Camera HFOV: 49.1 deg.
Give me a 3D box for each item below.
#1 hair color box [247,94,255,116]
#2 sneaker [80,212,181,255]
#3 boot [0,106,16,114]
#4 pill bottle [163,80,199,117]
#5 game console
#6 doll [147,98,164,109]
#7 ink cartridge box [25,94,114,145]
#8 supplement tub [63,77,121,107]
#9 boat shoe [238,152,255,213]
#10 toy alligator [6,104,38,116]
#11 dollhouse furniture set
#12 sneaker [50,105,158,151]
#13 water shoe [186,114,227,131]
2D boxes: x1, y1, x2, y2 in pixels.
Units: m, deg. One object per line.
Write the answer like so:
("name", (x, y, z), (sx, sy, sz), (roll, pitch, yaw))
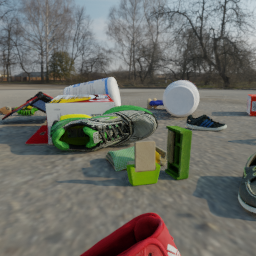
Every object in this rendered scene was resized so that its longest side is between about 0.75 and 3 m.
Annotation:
("hair color box", (6.568, -1.215, 14.549), (0.604, 1.001, 1.972), (3, 11, 18))
("sneaker", (0.436, 1.071, 1.592), (1.725, 0.996, 0.676), (1, 10, 5))
("boot", (-6.466, -0.933, 14.909), (0.858, 0.412, 1.174), (0, 7, 43))
("pill bottle", (2.611, -1.467, 13.740), (1.742, 1.742, 2.914), (2, 10, 13))
("game console", (-3.871, -0.611, 11.645), (1.940, 1.336, 2.251), (29, -19, -27))
("doll", (2.655, -1.402, 16.422), (2.960, 0.717, 2.020), (8, 13, 40))
("ink cartridge box", (-1.804, -0.387, 9.175), (2.579, 1.232, 2.938), (-2, 11, -8))
("supplement tub", (-1.602, -1.379, 12.850), (2.319, 1.530, 1.530), (-10, 9, 8))
("boat shoe", (2.114, 0.805, 4.419), (0.643, 0.538, 1.799), (4, 11, 24))
("toy alligator", (-5.320, -0.842, 14.081), (1.772, 0.525, 0.481), (0, 51, -1))
("dollhouse furniture set", (0.302, 0.374, 5.741), (1.208, 0.925, 1.843), (-3, 11, -18))
("sneaker", (-0.586, 0.149, 7.271), (2.846, 1.110, 1.212), (-10, 19, -6))
("water shoe", (2.834, -0.218, 10.135), (1.433, 0.565, 0.512), (3, 10, 17))
